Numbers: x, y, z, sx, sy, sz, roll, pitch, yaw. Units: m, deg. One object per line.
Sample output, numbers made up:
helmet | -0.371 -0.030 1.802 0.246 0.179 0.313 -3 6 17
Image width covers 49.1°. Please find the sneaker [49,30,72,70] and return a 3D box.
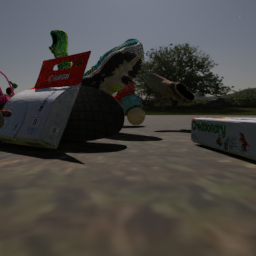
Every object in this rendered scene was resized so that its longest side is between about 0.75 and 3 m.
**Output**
sneaker | -1.919 -2.046 7.702 0.494 1.334 0.558 -14 -7 40

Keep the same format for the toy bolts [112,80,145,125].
toy bolts | -0.645 -0.529 9.978 2.462 1.707 2.351 -12 -32 -25

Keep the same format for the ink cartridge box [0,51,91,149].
ink cartridge box | -1.230 -0.477 3.969 1.187 1.483 0.351 2 -22 39

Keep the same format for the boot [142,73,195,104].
boot | 1.213 -1.181 8.072 1.506 0.529 1.101 27 -2 -14

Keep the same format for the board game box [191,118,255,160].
board game box | 1.765 0.088 3.131 1.412 0.387 2.237 0 3 -8

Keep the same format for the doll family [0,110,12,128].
doll family | -1.927 0.035 2.426 1.752 0.688 1.013 4 -4 -37

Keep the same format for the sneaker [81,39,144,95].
sneaker | -0.673 -1.401 7.777 2.879 1.147 1.116 -28 -56 30

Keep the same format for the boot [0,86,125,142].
boot | -1.006 -0.255 5.088 2.477 0.864 1.631 1 4 21

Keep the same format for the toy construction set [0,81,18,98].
toy construction set | -3.891 -0.480 8.977 1.468 1.128 1.224 -49 -3 -38

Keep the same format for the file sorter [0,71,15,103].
file sorter | -2.771 -0.498 5.130 1.244 0.780 0.864 -25 -6 -5
